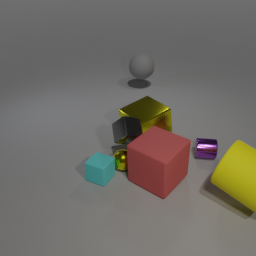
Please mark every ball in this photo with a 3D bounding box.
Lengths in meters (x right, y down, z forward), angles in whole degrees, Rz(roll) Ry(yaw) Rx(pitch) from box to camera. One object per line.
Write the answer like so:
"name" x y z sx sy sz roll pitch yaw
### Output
"ball" 0.738 -3.343 15.221 1.400 1.400 1.400 0 30 0
"ball" -0.172 1.059 9.321 0.700 0.700 0.700 0 30 0

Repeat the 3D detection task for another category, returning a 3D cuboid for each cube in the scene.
"cube" 0.674 -0.138 10.470 1.400 1.400 1.400 -28 39 -23
"cube" -0.024 0.090 9.200 0.700 0.700 0.700 9 62 -37
"cube" -0.882 1.300 8.901 0.700 0.700 0.700 14 32 23
"cube" 0.941 1.007 8.631 1.400 1.400 1.400 22 40 33

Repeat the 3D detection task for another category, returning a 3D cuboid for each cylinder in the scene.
"cylinder" 3.188 1.262 7.478 1.400 1.400 1.400 35 43 26
"cylinder" 2.749 0.719 9.900 0.700 0.700 0.700 4 30 7
